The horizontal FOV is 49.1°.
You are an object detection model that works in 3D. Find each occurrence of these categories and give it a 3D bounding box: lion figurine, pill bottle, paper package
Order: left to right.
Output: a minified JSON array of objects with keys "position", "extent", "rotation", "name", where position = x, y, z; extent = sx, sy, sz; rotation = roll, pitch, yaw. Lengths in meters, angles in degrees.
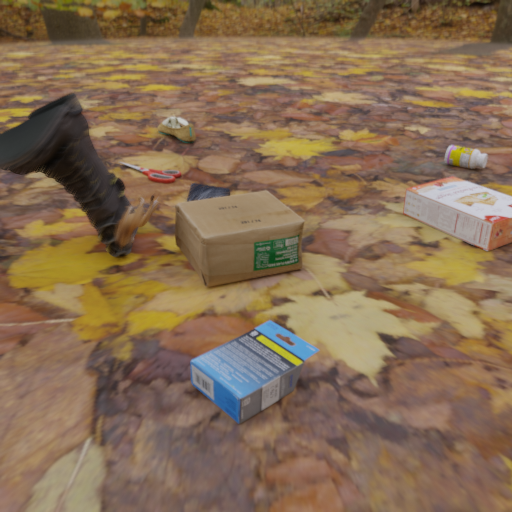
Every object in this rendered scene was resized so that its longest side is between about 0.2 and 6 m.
[{"position":[-2.099,-0.608,9.710],"extent":[0.397,1.094,0.670],"rotation":[29,59,-20],"name":"lion figurine"},{"position":[-0.329,-0.361,10.163],"extent":[1.903,0.984,1.814],"rotation":[-10,29,-20],"name":"paper package"},{"position":[5.701,-2.656,15.189],"extent":[1.017,0.530,0.530],"rotation":[19,32,33],"name":"pill bottle"}]

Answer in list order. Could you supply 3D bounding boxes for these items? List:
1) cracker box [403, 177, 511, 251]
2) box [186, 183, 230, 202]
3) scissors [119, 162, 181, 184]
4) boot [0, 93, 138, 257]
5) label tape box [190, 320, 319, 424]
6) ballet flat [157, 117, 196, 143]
[{"position":[4.432,-0.950,11.684],"extent":[1.506,0.649,2.249],"rotation":[-16,32,-29],"name":"cracker box"},{"position":[-0.983,-1.081,11.392],"extent":[0.803,0.419,0.594],"rotation":[10,65,7],"name":"box"},{"position":[-2.972,-2.229,14.755],"extent":[2.219,0.155,0.812],"rotation":[15,32,23],"name":"scissors"},{"position":[-2.972,-1.203,9.831],"extent":[1.153,2.899,3.330],"rotation":[-21,26,9],"name":"boot"},{"position":[-0.004,1.446,7.198],"extent":[1.369,0.433,0.987],"rotation":[-22,34,-36],"name":"label tape box"},{"position":[-2.546,-4.147,18.003],"extent":[0.701,0.644,2.042],"rotation":[-17,31,-35],"name":"ballet flat"}]
